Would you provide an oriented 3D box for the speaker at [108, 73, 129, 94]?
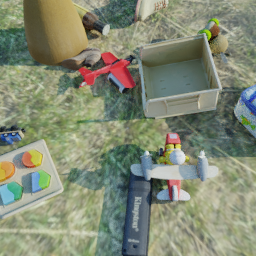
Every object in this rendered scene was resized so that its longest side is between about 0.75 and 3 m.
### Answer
[{"bbox_3d":[-0.351,-1.645,10.258,0.356,0.356,0.878,-35,65,-19],"label":"speaker"}]

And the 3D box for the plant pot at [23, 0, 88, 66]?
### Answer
[{"bbox_3d":[-2.850,-4.116,10.453,2.434,2.612,2.434,1,59,-1],"label":"plant pot"}]

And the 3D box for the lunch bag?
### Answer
[{"bbox_3d":[5.214,-0.681,9.205,2.937,1.211,2.361,-22,58,-14],"label":"lunch bag"}]

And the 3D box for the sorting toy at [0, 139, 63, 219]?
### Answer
[{"bbox_3d":[-3.150,1.416,8.389,1.884,0.371,2.036,-23,61,-13],"label":"sorting toy"}]

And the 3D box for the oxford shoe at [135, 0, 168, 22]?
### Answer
[{"bbox_3d":[1.183,-5.581,12.271,1.072,1.028,2.903,24,62,11],"label":"oxford shoe"}]

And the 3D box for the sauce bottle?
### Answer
[{"bbox_3d":[-1.788,-4.599,11.829,2.283,0.739,0.739,35,65,19],"label":"sauce bottle"}]

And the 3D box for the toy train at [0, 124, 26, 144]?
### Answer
[{"bbox_3d":[-4.584,0.338,9.013,2.526,0.431,0.578,-8,63,-4],"label":"toy train"}]

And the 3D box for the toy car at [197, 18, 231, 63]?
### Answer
[{"bbox_3d":[3.372,-3.227,10.966,1.589,1.253,1.305,41,53,-5],"label":"toy car"}]

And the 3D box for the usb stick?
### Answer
[{"bbox_3d":[0.291,2.312,7.817,0.713,0.419,2.571,5,59,3],"label":"usb stick"}]

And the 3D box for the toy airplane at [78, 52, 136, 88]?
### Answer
[{"bbox_3d":[-0.786,-2.168,10.389,2.442,0.449,2.442,-6,52,8],"label":"toy airplane"}]

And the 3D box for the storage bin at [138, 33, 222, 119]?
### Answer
[{"bbox_3d":[1.643,-1.767,9.674,2.471,1.167,2.489,-9,59,7],"label":"storage bin"}]

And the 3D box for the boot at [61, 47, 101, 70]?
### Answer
[{"bbox_3d":[-1.766,-2.744,10.906,1.415,0.497,1.034,6,50,10],"label":"boot"}]

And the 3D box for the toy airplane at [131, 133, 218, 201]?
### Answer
[{"bbox_3d":[1.312,1.150,7.985,1.905,1.344,1.896,-38,67,-21],"label":"toy airplane"}]
